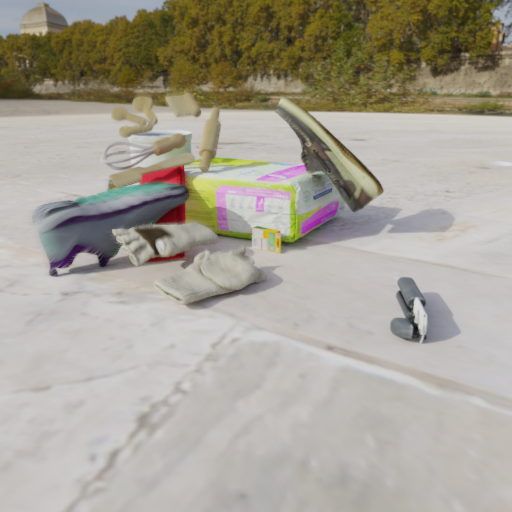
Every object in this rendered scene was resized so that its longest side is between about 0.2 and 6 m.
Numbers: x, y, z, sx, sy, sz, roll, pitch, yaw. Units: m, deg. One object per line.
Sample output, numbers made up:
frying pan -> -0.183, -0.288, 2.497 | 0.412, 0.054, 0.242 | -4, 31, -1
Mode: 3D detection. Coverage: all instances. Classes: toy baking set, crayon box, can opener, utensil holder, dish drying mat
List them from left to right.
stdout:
crayon box -> -3.244, -1.240, 12.977 | 0.293, 1.137, 0.715 | 6, 61, -4
dish drying mat -> -2.016, -1.003, 11.848 | 1.042, 0.247, 2.712 | -9, 51, 3
utensil holder -> -2.584, -2.369, 15.381 | 1.704, 2.005, 1.704 | 0, 19, 0
toy baking set -> -2.148, -2.634, 12.920 | 2.617, 0.397, 3.410 | 2, 51, -3
crayon box -> 0.256, -0.337, 11.755 | 0.727, 0.457, 0.188 | 14, 23, 34
can opener -> 2.241, 0.771, 8.456 | 0.578, 0.461, 1.729 | 2, 18, 3

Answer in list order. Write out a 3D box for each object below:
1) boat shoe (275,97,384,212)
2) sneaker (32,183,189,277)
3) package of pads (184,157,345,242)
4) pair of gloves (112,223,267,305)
boat shoe -> 1.434, -2.146, 12.104 | 2.984, 0.967, 1.093 | 44, 16, -2
sneaker -> -2.714, -0.588, 11.008 | 3.094, 1.354, 1.151 | -17, 20, -30
package of pads -> -0.271, -1.484, 13.677 | 4.171, 1.422, 3.222 | 8, 19, 26
pair of gloves -> -1.165, -0.022, 10.012 | 2.105, 0.434, 2.476 | -12, 35, -40
